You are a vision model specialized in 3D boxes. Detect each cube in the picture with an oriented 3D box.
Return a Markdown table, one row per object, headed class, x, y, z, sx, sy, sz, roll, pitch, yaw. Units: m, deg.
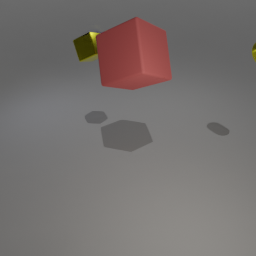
| class | x | y | z | sx | sy | sz | roll | pitch | yaw |
| --- | --- | --- | --- | --- | --- | --- | --- | --- | --- |
| cube | -1.169 | -2.532 | 8.804 | 0.700 | 0.700 | 0.700 | -14 | 6 | 31 |
| cube | 0.169 | -1.890 | 7.522 | 1.400 | 1.400 | 1.400 | -9 | -4 | 38 |

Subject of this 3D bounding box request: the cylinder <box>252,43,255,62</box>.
| class | x | y | z | sx | sy | sz | roll | pitch | yaw |
| --- | --- | --- | --- | --- | --- | --- | --- | --- | --- |
| cylinder | 3.963 | -2.168 | 7.774 | 0.700 | 0.700 | 0.700 | -14 | 6 | -21 |
